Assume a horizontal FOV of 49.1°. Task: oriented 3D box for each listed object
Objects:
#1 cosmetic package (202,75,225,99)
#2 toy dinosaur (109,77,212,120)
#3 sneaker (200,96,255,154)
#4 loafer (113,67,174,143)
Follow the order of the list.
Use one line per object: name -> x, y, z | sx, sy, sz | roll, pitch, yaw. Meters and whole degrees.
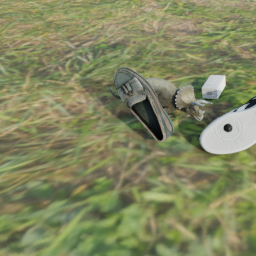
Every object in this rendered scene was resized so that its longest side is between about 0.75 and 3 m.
cosmetic package -> 3.061, -1.475, 9.973 | 0.559, 0.441, 1.039 | 9, 38, 33
toy dinosaur -> 0.923, -0.993, 8.481 | 2.866, 1.466, 1.103 | 24, 45, 2
sneaker -> 3.416, -0.152, 8.191 | 2.915, 1.631, 1.065 | -29, 87, 6
loafer -> 0.422, -0.647, 7.790 | 2.422, 0.870, 0.762 | 51, 26, -5
